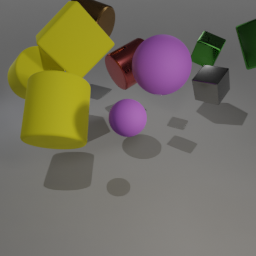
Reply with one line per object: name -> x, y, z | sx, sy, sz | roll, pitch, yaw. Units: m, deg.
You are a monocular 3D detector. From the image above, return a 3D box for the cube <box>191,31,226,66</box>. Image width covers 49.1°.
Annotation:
cube -> 2.316, -2.264, 8.152 | 0.700, 0.700, 0.700 | 27, 49, 10

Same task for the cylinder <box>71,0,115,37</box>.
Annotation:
cylinder -> -1.421, -4.142, 10.711 | 1.400, 1.400, 1.400 | 26, 37, 16

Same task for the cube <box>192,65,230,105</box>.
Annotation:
cube -> 2.194, -1.142, 7.371 | 0.700, 0.700, 0.700 | 20, 57, 37

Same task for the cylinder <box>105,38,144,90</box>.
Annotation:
cylinder -> 0.106, -2.322, 10.176 | 1.400, 1.400, 1.400 | -34, 40, -16

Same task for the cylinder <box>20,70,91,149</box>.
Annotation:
cylinder -> -1.575, -0.341, 6.235 | 1.400, 1.400, 1.400 | 1, 74, 2

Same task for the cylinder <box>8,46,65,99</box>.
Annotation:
cylinder -> -2.831, -1.622, 8.566 | 1.400, 1.400, 1.400 | -20, 8, -31

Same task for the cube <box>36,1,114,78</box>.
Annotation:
cube -> -1.455, -2.345, 7.502 | 1.400, 1.400, 1.400 | -45, 30, 4

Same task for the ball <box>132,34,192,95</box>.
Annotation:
ball -> 0.791, -1.481, 6.635 | 1.400, 1.400, 1.400 | 0, 30, 0

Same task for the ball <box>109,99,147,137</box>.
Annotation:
ball -> -0.006, -0.185, 5.149 | 0.700, 0.700, 0.700 | 0, 30, 0

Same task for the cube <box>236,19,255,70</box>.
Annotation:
cube -> 4.394, -2.800, 8.887 | 1.400, 1.400, 1.400 | -13, 11, 32
